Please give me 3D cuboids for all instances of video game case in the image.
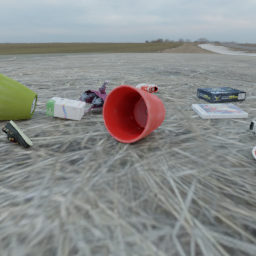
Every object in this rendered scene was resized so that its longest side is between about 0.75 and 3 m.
[{"bbox_3d":[3.938,-0.759,12.234,1.909,0.219,1.739,-1,19,-2],"label":"video game case"}]

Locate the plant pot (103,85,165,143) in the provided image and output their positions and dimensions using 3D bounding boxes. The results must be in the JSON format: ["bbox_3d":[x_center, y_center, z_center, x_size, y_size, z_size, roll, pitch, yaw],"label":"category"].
[{"bbox_3d":[0.334,-0.501,9.368,1.824,1.824,1.614,13,12,32],"label":"plant pot"}]

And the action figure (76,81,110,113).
[{"bbox_3d":[-1.108,-1.177,12.764,1.597,1.436,2.144,-39,-11,22],"label":"action figure"}]

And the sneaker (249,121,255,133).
[{"bbox_3d":[4.576,0.075,9.516,0.508,0.471,1.254,10,20,2],"label":"sneaker"}]

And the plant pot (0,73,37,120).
[{"bbox_3d":[-4.843,-1.127,11.099,2.214,2.071,2.071,15,17,-10],"label":"plant pot"}]

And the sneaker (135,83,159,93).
[{"bbox_3d":[1.126,-2.359,16.536,1.363,0.455,0.731,0,16,-8],"label":"sneaker"}]

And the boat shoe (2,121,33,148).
[{"bbox_3d":[-3.505,0.281,8.852,0.487,0.569,1.555,-45,47,-16],"label":"boat shoe"}]

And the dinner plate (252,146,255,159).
[{"bbox_3d":[4.541,0.912,7.248,2.469,0.299,2.469,-1,18,0],"label":"dinner plate"}]

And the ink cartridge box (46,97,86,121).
[{"bbox_3d":[-2.519,-0.804,11.489,1.381,0.580,1.000,10,18,-1],"label":"ink cartridge box"}]

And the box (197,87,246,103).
[{"bbox_3d":[4.873,-1.773,14.741,1.978,0.504,1.559,-5,18,-14],"label":"box"}]
